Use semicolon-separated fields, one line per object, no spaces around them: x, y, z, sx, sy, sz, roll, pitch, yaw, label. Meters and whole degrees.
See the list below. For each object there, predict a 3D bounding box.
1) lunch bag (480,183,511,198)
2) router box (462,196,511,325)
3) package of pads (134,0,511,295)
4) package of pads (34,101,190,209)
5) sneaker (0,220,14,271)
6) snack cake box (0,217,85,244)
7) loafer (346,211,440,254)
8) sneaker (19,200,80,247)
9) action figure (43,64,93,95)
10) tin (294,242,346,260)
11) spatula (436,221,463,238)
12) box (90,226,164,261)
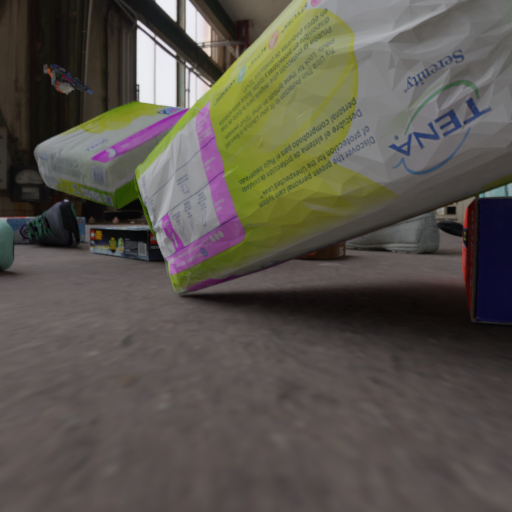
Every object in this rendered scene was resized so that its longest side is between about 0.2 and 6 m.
4.370;-1.282;8.209;2.289;2.854;1.100;-2;0;-11;lunch bag
3.575;-0.033;4.592;3.542;0.865;3.179;1;4;20;router box
1.023;-0.943;4.409;3.081;1.360;3.989;-17;-4;-34;package of pads
-2.214;-1.850;9.610;1.954;0.863;2.529;17;40;32;package of pads
-4.406;-0.227;7.413;2.242;0.872;1.569;3;4;43;sneaker
-5.964;-0.720;15.511;2.124;0.713;1.221;-3;7;-38;snack cake box
2.660;-0.593;11.827;0.977;0.975;2.793;-3;5;-37;loafer
-4.889;-0.585;13.173;1.241;1.055;2.836;-13;-2;-22;sneaker
-3.610;-3.257;10.626;0.914;0.478;0.884;31;14;-39;action figure
1.107;-0.113;9.964;0.885;0.331;1.580;-3;3;20;tin
3.568;-0.190;8.985;0.751;0.273;2.659;4;-12;45;spatula
-1.757;-0.282;10.494;1.859;0.541;2.715;-2;5;-36;box
